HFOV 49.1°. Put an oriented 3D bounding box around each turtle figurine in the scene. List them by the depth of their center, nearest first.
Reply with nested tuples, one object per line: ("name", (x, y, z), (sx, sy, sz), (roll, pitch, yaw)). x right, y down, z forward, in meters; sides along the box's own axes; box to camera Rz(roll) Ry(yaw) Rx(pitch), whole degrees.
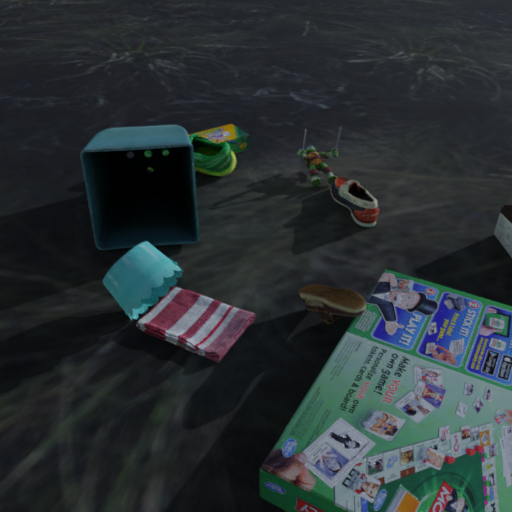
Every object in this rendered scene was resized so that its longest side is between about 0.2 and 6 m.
("turtle figurine", (1.546, -2.427, 13.843), (0.926, 1.287, 1.248), (7, 56, -36))

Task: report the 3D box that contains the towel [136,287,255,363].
("towel", (-1.051, 1.118, 9.767), (1.738, 0.198, 1.252), (17, 38, 23))

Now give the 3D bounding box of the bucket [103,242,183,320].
("bucket", (-1.978, 0.406, 9.717), (0.815, 1.253, 1.253), (45, 48, 5))

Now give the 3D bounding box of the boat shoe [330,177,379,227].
("boat shoe", (2.263, -1.395, 12.902), (0.692, 0.608, 1.944), (-10, 36, -11))

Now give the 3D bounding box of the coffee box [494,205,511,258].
("coffee box", (5.699, -0.245, 11.170), (1.067, 0.753, 1.887), (-3, 36, -4))

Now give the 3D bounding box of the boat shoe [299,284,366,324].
("boat shoe", (1.298, 0.876, 9.486), (0.549, 0.547, 1.521), (-20, 17, -31))

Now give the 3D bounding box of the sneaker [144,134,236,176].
("sneaker", (-1.781, -2.671, 14.177), (2.546, 1.064, 0.943), (3, 54, 6))

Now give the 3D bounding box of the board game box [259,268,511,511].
("board game box", (2.533, 2.090, 7.987), (3.157, 0.683, 4.692), (19, 40, 24))

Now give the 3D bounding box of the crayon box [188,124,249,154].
("crayon box", (-1.071, -3.112, 15.400), (1.557, 0.454, 0.925), (-22, 41, -27))

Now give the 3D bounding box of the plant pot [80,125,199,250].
("plant pot", (-2.436, -1.821, 12.312), (2.112, 2.113, 2.990), (-5, 29, -7))
